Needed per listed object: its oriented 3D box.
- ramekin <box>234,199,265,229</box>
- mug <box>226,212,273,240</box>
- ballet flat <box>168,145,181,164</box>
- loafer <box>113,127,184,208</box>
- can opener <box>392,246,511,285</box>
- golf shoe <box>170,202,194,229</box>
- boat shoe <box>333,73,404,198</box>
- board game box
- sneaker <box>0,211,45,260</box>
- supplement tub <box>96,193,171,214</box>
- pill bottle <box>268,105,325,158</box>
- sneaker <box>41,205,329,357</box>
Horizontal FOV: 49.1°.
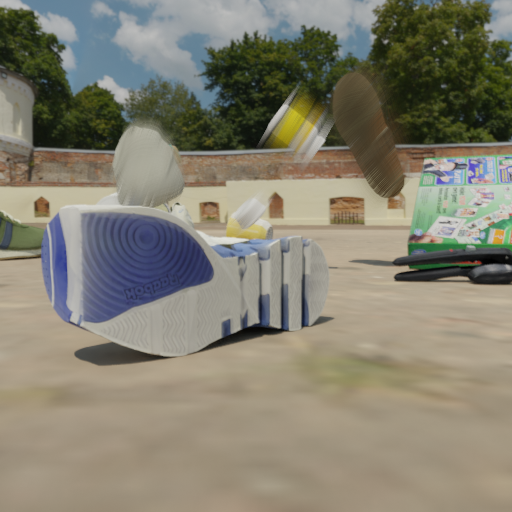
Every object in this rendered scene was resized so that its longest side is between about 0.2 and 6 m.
[{"bbox_3d":[-0.157,-0.929,12.065,0.704,0.328,0.704,-37,21,17],"label":"ramekin"},{"bbox_3d":[-0.148,-0.436,13.273,0.932,1.136,0.910,11,-26,20],"label":"mug"},{"bbox_3d":[-2.698,-2.103,14.366,1.825,0.596,0.643,-36,3,8],"label":"ballet flat"},{"bbox_3d":[-1.818,-1.442,8.857,1.072,1.070,3.065,-23,22,-9],"label":"loafer"},{"bbox_3d":[2.144,0.092,6.083,1.298,0.411,0.510,1,4,11],"label":"can opener"},{"bbox_3d":[-2.379,-1.045,17.813,1.062,1.318,2.712,-3,2,-13],"label":"golf shoe"},{"bbox_3d":[1.613,-1.703,8.140,0.675,1.875,0.637,-19,-11,19],"label":"boat shoe"},{"bbox_3d":[3.541,-0.772,8.553,2.120,0.459,3.150,2,31,21],"label":"board game box"},{"bbox_3d":[-4.768,-0.641,9.605,1.078,1.443,3.214,2,4,29],"label":"sneaker"},{"bbox_3d":[-3.056,-0.875,13.893,1.411,1.411,1.946,1,4,13],"label":"supplement tub"},{"bbox_3d":[0.520,-1.559,7.094,0.683,0.384,0.384,38,2,-3],"label":"pill bottle"},{"bbox_3d":[-0.483,0.167,3.317,1.024,0.716,1.773,-2,-6,44],"label":"sneaker"}]
